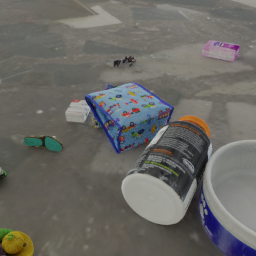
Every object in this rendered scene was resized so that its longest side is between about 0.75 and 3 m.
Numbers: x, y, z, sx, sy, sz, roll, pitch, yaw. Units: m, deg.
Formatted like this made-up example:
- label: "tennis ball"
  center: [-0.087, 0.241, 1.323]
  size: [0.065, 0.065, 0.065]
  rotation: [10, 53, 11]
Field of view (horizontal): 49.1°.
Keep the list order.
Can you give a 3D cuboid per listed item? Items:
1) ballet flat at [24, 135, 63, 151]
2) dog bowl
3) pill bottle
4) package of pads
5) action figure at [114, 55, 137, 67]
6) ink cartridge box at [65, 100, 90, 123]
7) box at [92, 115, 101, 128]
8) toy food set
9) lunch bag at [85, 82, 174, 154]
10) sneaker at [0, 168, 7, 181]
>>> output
- label: "ballet flat"
  center: [-2.271, 0.362, 7.763]
  size: [1.198, 0.406, 0.451]
  rotation: [7, 20, 12]
- label: "dog bowl"
  center: [2.864, 1.499, 5.689]
  size: [2.723, 1.073, 2.723]
  rotation: [0, 38, 0]
- label: "pill bottle"
  center: [1.065, 0.746, 6.390]
  size: [1.399, 1.399, 2.634]
  rotation: [19, 42, 23]
- label: "package of pads"
  center: [4.149, -3.464, 12.508]
  size: [1.465, 0.554, 0.883]
  rotation: [19, 44, 23]
- label: "action figure"
  center: [-0.086, -2.828, 11.882]
  size: [1.039, 0.361, 0.676]
  rotation: [-18, 34, -27]
- label: "ink cartridge box"
  center: [-1.579, -0.544, 8.925]
  size: [0.588, 0.332, 0.802]
  rotation: [6, 38, 8]
- label: "box"
  center: [-0.624, -0.297, 8.634]
  size: [0.930, 0.299, 0.326]
  rotation: [-14, 41, -19]
- label: "toy food set"
  center: [-2.676, 2.306, 5.051]
  size: [1.779, 0.581, 1.047]
  rotation: [-12, 39, -15]
- label: "lunch bag"
  center: [-0.091, -0.629, 8.199]
  size: [1.729, 1.080, 2.296]
  rotation: [-20, 50, -24]
- label: "sneaker"
  center: [-3.586, 0.907, 6.801]
  size: [1.535, 0.654, 0.599]
  rotation: [22, 43, 25]
